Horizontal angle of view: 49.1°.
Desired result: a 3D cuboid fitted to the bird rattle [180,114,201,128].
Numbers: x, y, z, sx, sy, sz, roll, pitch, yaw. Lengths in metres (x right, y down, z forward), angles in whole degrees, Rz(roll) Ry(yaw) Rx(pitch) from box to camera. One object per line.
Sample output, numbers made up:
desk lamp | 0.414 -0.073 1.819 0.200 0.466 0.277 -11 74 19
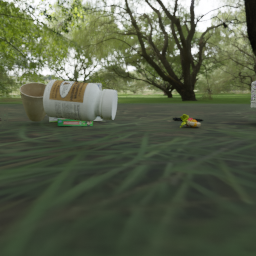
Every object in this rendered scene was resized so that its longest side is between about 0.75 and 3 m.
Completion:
bird rattle | 1.961 -0.137 8.795 0.643 0.444 0.789 18 2 34

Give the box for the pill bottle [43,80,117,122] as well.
pill bottle | -0.820 -0.468 5.000 1.196 0.684 0.684 7 7 6

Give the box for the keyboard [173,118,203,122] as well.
keyboard | 2.330 -0.348 11.303 1.211 0.125 0.770 5 8 45

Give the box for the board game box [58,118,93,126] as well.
board game box | -1.866 -0.256 9.758 1.129 0.244 1.678 1 5 -13

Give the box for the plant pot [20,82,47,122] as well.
plant pot | -3.196 -0.839 9.764 1.071 1.143 1.071 9 34 -6

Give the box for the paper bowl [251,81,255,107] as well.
paper bowl | 5.752 -0.877 9.465 2.960 1.540 2.960 0 6 0

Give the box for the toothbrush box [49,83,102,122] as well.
toothbrush box | -2.061 -1.011 11.055 2.040 1.485 0.878 -1 6 -10
